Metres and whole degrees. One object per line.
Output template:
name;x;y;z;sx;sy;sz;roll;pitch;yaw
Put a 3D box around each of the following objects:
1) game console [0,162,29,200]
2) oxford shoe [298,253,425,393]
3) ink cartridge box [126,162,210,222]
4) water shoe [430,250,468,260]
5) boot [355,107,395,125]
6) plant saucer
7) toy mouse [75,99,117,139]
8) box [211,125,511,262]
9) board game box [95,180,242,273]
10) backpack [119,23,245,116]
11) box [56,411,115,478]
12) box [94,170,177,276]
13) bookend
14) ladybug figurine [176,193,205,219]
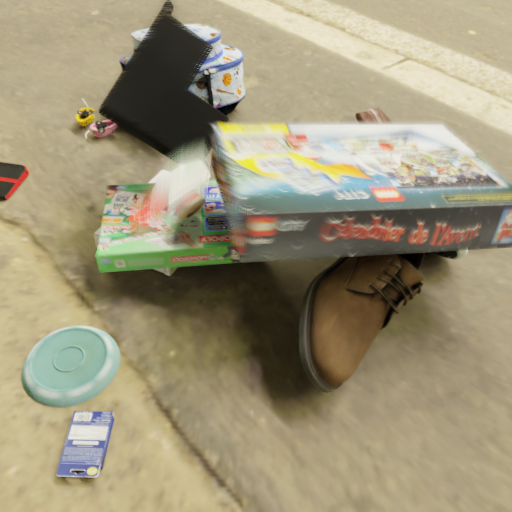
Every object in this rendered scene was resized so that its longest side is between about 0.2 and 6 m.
game console;-5.672;-1.642;12.112;1.231;0.191;1.088;8;50;9
oxford shoe;1.742;0.561;8.727;1.484;1.278;3.516;-22;27;48
ink cartridge box;-1.254;-0.870;7.586;1.111;0.278;0.894;-36;19;-20
water shoe;2.544;-0.613;10.583;1.153;1.045;2.922;-41;56;-15
boot;2.457;-2.635;12.257;2.268;0.782;2.433;22;40;-28
plant saucer;-2.906;1.651;8.750;1.505;0.206;1.505;0;46;0
toy mouse;-3.620;-3.275;13.623;1.498;0.326;1.686;-1;45;0
box;1.628;-1.176;9.087;4.360;0.822;2.978;-3;37;-12
board game box;-1.277;-0.639;10.267;3.027;0.441;2.037;-4;44;-4
backpack;-1.677;-4.483;13.687;2.719;2.199;2.855;-19;44;-32
box;-2.361;2.626;7.789;0.587;0.157;0.969;1;43;2
box;-1.768;-0.729;10.984;1.693;0.426;2.345;19;48;18
bookend;-1.351;-2.968;10.229;2.163;1.003;2.177;31;85;-19
ladybug figurine;-1.159;-0.882;9.640;0.566;0.834;0.300;-37;91;-6
